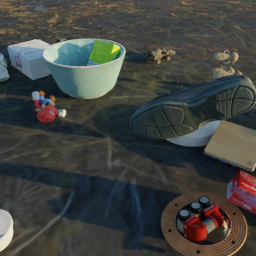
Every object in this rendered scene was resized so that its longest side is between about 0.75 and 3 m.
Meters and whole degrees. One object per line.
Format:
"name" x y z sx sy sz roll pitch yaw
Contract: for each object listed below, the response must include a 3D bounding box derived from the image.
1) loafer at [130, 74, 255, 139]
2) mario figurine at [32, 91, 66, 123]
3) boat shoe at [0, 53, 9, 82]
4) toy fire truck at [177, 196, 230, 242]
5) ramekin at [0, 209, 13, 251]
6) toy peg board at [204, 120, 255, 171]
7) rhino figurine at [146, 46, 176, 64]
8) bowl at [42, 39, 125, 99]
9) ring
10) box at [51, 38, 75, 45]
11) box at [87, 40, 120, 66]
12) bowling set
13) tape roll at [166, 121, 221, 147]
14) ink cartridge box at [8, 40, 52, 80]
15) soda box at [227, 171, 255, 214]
"loafer" 1.500 -0.526 6.815 2.979 1.070 0.937 -15 31 22
"mario figurine" -2.323 -0.707 8.245 0.849 0.729 1.375 -11 34 -16
"boat shoe" -5.332 -2.666 10.901 1.074 0.934 2.914 -16 37 -22
"toy fire truck" 1.419 1.764 4.880 0.794 0.580 0.902 -21 29 -29
"ramekin" -2.373 1.827 4.845 0.779 0.363 0.779 0 34 0
"toy peg board" 2.574 0.523 6.733 1.129 0.552 1.124 21 55 28
"rhino figurine" 1.461 -3.203 12.091 1.676 0.501 0.733 -26 42 -35
"bowl" -1.409 -1.926 9.413 2.670 1.397 2.670 0 34 0
"ring" 1.344 1.727 5.054 1.486 0.143 1.486 -8 31 5
"box" -2.690 -3.449 12.339 1.152 0.606 1.407 8 35 11
"box" -0.954 -2.122 9.504 0.958 1.572 0.375 25 8 35
"bowling set" 3.251 -1.659 9.353 0.905 1.686 1.173 2 4 10
"tape roll" 1.683 -0.146 7.763 1.808 0.330 1.808 0 34 0
"ink cartridge box" -3.647 -2.772 11.138 1.438 0.842 1.990 -27 44 -33
"soda box" 2.536 1.335 5.088 1.370 0.479 0.434 25 43 6
